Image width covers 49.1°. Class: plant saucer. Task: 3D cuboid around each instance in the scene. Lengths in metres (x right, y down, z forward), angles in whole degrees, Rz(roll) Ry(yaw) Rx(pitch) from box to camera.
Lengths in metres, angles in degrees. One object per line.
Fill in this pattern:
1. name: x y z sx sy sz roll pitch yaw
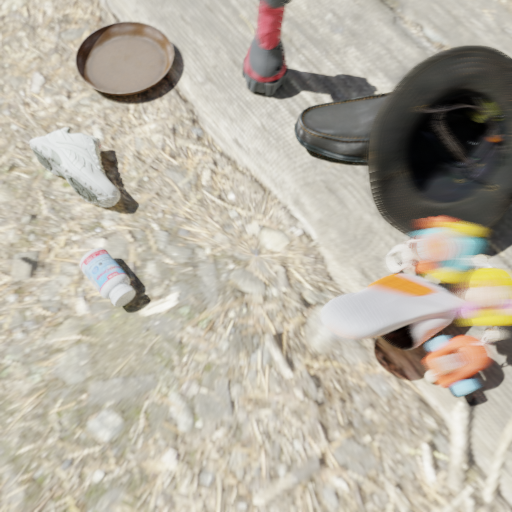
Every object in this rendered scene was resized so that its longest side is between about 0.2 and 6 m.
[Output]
1. plant saucer: -2.629 -3.928 11.289 1.964 0.315 1.964 0 64 0

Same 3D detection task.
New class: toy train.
1. toy train: 2.717 0.648 8.137 0.703 1.900 2.529 6 53 -42

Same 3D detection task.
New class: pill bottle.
1. pill bottle: -2.385 0.360 9.050 0.518 0.518 0.952 -38 70 -17

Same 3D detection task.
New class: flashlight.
1. flashlight: 0.237 -4.018 9.993 0.901 2.651 0.897 -42 78 -17

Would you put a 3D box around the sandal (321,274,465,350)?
1. sandal: 1.945 0.946 8.308 2.934 0.841 1.124 -9 30 -40

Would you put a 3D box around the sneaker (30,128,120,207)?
1. sneaker: -3.036 -1.690 9.939 2.044 0.796 1.016 38 66 16

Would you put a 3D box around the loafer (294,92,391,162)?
1. loafer: 2.462 -2.522 10.045 3.533 1.277 1.286 -3 64 -1

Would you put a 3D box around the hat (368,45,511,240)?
1. hat: 2.975 -1.766 9.049 3.040 1.226 3.040 -3 105 -11
